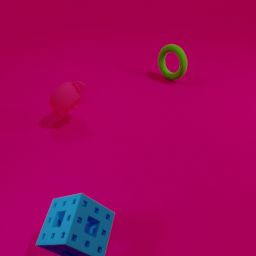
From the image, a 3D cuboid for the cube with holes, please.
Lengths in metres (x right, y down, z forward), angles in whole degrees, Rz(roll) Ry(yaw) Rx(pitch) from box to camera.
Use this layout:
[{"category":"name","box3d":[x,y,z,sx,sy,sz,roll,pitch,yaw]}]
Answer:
[{"category":"cube with holes","box3d":[-0.899,1.765,4.926,0.842,0.842,0.842,-21,41,38]}]

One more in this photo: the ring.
[{"category":"ring","box3d":[1.681,-2.497,10.700,0.271,1.353,1.353,-24,44,-36]}]

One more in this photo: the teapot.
[{"category":"teapot","box3d":[-1.863,-0.830,8.527,0.808,1.651,1.026,46,25,-4]}]
